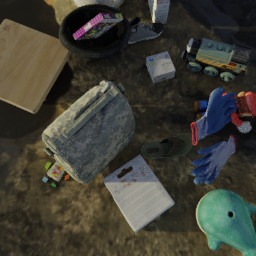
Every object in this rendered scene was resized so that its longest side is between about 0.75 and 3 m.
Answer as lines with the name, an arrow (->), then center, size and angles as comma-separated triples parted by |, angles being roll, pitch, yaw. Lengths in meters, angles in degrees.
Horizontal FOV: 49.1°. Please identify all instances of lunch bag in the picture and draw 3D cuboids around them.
lunch bag -> -1.192, 0.072, 8.975 | 2.043, 2.460, 2.933 | 43, 74, 12

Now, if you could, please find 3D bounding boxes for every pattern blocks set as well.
pattern blocks set -> -2.460, 1.497, 9.790 | 0.953, 0.088, 1.084 | 20, 73, 6

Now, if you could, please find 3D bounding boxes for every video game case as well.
video game case -> -0.972, -3.348, 9.245 | 1.325, 1.201, 0.237 | -22, 95, 36

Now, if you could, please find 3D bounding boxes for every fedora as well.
fedora -> -1.211, -3.457, 10.788 | 2.710, 1.237, 2.710 | -1, 70, 1

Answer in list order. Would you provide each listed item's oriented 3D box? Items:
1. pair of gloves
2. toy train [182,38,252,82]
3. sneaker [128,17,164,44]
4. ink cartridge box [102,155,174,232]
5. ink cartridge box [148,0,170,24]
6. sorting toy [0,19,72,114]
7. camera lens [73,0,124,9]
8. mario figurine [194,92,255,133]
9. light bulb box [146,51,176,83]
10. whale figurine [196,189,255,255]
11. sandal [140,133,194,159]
pair of gloves -> 2.737, 0.273, 8.869 | 2.406, 2.992, 0.341 | -32, 32, -34
toy train -> 3.301, -2.620, 10.430 | 2.512, 1.432, 1.071 | 18, 72, 5
sneaker -> 0.640, -3.995, 11.075 | 1.750, 1.011, 0.657 | -22, 65, -7
ink cartridge box -> 0.335, 2.162, 9.410 | 1.613, 0.502, 2.004 | -33, 70, -10
ink cartridge box -> 1.083, -5.978, 11.013 | 0.607, 2.417, 2.785 | -9, 72, -3
sorting toy -> -3.926, -2.203, 10.513 | 2.890, 1.012, 2.907 | 23, 73, 7
camera lens -> -1.227, -6.073, 10.806 | 2.288, 2.860, 2.288 | 0, 72, 0
mario figurine -> 3.675, -0.597, 10.215 | 2.382, 1.263, 1.471 | -7, 107, 9
light bulb box -> 1.250, -2.337, 10.799 | 0.887, 0.558, 0.895 | -17, 72, -5
whale figurine -> 3.300, 3.046, 8.637 | 1.975, 1.288, 2.482 | -37, 74, -12
sandal -> 1.423, 0.673, 9.808 | 1.976, 0.564, 0.785 | -14, 72, -5
